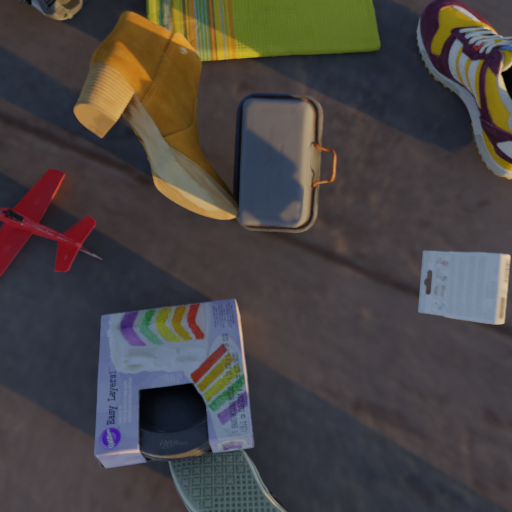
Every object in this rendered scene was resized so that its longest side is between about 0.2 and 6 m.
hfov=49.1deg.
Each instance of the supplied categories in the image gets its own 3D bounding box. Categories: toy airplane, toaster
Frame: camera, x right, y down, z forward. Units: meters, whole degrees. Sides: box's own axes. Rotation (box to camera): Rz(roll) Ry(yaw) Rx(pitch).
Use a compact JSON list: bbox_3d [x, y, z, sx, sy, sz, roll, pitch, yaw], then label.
[{"bbox_3d":[-3.179,-0.364,8.138,2.019,0.371,2.019,0,70,1],"label":"toy airplane"},{"bbox_3d":[-3.480,-5.545,9.255,2.166,1.906,3.354,33,70,6],"label":"toaster"}]

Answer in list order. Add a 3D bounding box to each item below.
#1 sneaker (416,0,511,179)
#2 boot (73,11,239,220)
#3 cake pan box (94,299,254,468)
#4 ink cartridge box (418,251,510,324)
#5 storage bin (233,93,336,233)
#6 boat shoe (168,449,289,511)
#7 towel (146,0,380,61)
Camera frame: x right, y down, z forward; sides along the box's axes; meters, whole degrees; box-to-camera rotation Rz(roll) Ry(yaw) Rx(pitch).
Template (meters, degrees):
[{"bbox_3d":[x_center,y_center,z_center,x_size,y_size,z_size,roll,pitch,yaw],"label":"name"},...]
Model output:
[{"bbox_3d":[3.648,-2.945,8.523,1.288,1.549,3.437,-20,70,-8],"label":"sneaker"},{"bbox_3d":[-1.026,-1.953,7.775,2.746,0.966,1.966,38,55,-29],"label":"boot"},{"bbox_3d":[-1.038,1.576,7.044,1.852,0.526,2.011,-7,53,0],"label":"cake pan box"},{"bbox_3d":[2.316,0.328,6.281,0.267,0.934,0.759,5,90,-38],"label":"ink cartridge box"},{"bbox_3d":[0.346,-1.211,7.477,1.438,1.327,1.976,3,100,4],"label":"storage bin"},{"bbox_3d":[-0.143,3.025,6.576,0.940,0.785,2.521,-37,57,-28],"label":"boat shoe"},{"bbox_3d":[0.083,-4.110,9.689,3.924,0.354,1.689,-4,74,-3],"label":"towel"}]
